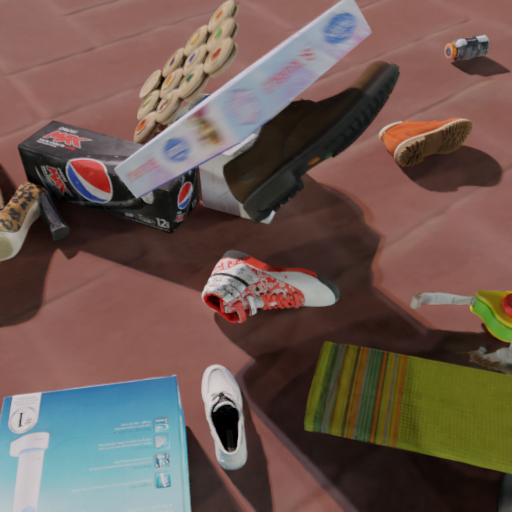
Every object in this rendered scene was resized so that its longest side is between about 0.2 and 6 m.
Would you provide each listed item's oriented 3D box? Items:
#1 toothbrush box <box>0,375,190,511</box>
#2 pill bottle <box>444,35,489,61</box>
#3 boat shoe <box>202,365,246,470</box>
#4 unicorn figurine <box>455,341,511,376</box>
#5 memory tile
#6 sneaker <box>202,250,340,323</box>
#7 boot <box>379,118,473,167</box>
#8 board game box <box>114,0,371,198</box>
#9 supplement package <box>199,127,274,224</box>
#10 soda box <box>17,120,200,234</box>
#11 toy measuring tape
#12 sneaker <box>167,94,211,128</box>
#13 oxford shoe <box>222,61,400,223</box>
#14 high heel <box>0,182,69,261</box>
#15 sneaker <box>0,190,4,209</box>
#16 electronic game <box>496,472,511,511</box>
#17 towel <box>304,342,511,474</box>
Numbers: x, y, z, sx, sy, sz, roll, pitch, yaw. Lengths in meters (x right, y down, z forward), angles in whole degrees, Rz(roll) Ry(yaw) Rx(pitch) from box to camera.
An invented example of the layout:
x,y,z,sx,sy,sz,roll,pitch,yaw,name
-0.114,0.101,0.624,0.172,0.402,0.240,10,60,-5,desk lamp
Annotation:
x,y,z,sx,sy,sz,roll,pitch,yaw,name
-1.743,2.919,6.105,2.058,1.199,2.811,-7,48,-6,toothbrush box
5.251,-5.197,14.028,1.011,0.537,0.537,-13,49,-12,pill bottle
-0.438,2.033,7.410,0.537,0.491,1.493,-6,48,-5,boat shoe
3.612,1.520,7.883,0.863,0.464,1.256,-31,60,-13,unicorn figurine
-1.447,-3.653,11.182,0.252,2.997,2.297,33,40,-32,memory tile
0.169,0.654,8.573,2.021,0.675,1.083,17,51,20,sneaker
3.481,-2.535,11.511,1.900,0.713,1.019,-18,45,-15,boot
-0.272,-2.137,7.882,2.930,0.604,2.937,-46,19,-30,board game box
-0.051,-1.805,10.334,1.357,1.367,1.801,16,49,15,supplement package
-2.677,-1.478,10.244,3.155,0.999,1.117,17,45,16,soda box
3.395,0.904,8.307,2.089,0.768,0.768,2,47,1,toy measuring tape
-0.926,-2.612,11.423,1.254,0.865,2.254,6,41,17,sneaker
0.774,-2.010,8.520,3.162,1.149,1.335,-39,80,2,oxford shoe
-4.458,-0.652,9.650,2.025,0.723,1.444,-17,53,-36,high heel
-5.556,-1.677,10.547,1.219,0.877,2.331,-14,53,-19,sneaker
4.125,3.186,6.291,2.681,0.558,2.681,-3,40,2,electronic game
2.317,2.006,7.338,3.237,0.292,1.393,8,47,15,towel
